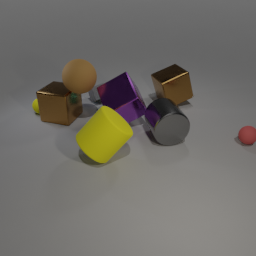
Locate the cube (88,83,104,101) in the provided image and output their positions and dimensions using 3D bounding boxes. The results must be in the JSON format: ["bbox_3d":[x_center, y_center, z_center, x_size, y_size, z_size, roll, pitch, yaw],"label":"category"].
[{"bbox_3d":[-1.492,-1.779,13.753,0.700,0.700,0.700,-24,16,-25],"label":"cube"}]

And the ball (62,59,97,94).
[{"bbox_3d":[-1.973,-2.095,11.405,1.400,1.400,1.400,0,30,0],"label":"ball"}]

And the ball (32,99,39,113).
[{"bbox_3d":[-4.003,-1.014,12.772,0.700,0.700,0.700,0,30,0],"label":"ball"}]

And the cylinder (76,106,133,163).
[{"bbox_3d":[-0.790,0.220,9.420,1.400,1.400,1.400,40,15,-13],"label":"cylinder"}]

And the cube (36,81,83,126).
[{"bbox_3d":[-2.952,-1.108,12.296,1.400,1.400,1.400,9,31,16],"label":"cube"}]

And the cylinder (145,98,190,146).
[{"bbox_3d":[1.478,-0.258,10.795,1.400,1.400,1.400,-6,30,-10],"label":"cylinder"}]

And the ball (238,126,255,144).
[{"bbox_3d":[4.523,0.265,10.535,0.700,0.700,0.700,0,30,0],"label":"ball"}]

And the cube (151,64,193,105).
[{"bbox_3d":[2.137,-2.053,13.606,1.400,1.400,1.400,-25,34,-6],"label":"cube"}]

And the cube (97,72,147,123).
[{"bbox_3d":[-0.209,-1.127,11.419,1.400,1.400,1.400,-27,61,10],"label":"cube"}]
